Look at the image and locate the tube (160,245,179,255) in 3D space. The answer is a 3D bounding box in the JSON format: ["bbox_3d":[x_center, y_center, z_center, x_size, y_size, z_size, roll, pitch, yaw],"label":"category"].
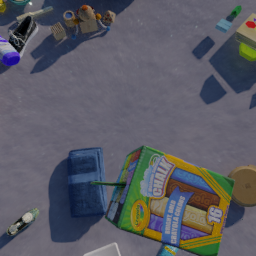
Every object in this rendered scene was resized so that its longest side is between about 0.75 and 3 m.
[{"bbox_3d":[1.006,3.499,7.521,0.405,0.264,1.046,36,72,-4],"label":"tube"}]

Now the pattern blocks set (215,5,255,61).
[{"bbox_3d":[4.459,-2.988,9.135,2.569,0.237,2.923,-37,69,-22],"label":"pattern blocks set"}]

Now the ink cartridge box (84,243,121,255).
[{"bbox_3d":[-0.809,4.282,7.173,1.786,0.453,2.027,-19,75,-6],"label":"ink cartridge box"}]

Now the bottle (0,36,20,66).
[{"bbox_3d":[-2.731,-1.738,6.031,0.934,0.305,0.390,47,40,15],"label":"bottle"}]

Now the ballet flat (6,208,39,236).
[{"bbox_3d":[-2.899,2.606,7.706,1.015,0.377,0.377,-43,78,-11],"label":"ballet flat"}]

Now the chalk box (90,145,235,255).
[{"bbox_3d":[0.367,0.985,4.082,1.805,1.127,1.119,23,75,-8],"label":"chalk box"}]

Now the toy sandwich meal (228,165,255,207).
[{"bbox_3d":[3.351,1.622,7.972,1.254,0.430,1.254,-1,77,3],"label":"toy sandwich meal"}]

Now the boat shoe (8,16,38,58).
[{"bbox_3d":[-3.583,-2.885,9.136,0.650,0.602,1.761,33,77,9],"label":"boat shoe"}]

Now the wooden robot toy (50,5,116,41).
[{"bbox_3d":[-1.489,-3.685,9.147,2.264,1.027,0.997,-15,75,-5],"label":"wooden robot toy"}]

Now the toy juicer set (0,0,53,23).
[{"bbox_3d":[-3.866,-4.462,9.585,2.255,0.613,1.434,43,78,11],"label":"toy juicer set"}]

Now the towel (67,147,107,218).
[{"bbox_3d":[-1.167,1.535,7.944,1.078,0.469,1.931,-6,74,-1],"label":"towel"}]
